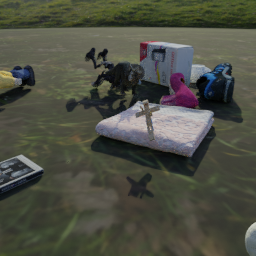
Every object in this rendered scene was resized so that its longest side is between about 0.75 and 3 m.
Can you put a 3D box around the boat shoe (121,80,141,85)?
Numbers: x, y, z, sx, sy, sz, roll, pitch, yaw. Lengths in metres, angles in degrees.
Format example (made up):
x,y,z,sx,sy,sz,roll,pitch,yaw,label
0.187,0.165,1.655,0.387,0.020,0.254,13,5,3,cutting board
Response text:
x,y,z,sx,sy,sz,roll,pitch,yaw,label
0.048,-1.962,11.536,1.024,0.465,0.362,35,32,10,boat shoe

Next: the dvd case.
x,y,z,sx,sy,sz,roll,pitch,yaw,label
-2.281,0.873,5.191,0.844,0.139,1.123,21,30,38,dvd case

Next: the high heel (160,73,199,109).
x,y,z,sx,sy,sz,roll,pitch,yaw,label
1.860,-1.243,9.089,1.155,0.811,2.408,-1,26,24,high heel

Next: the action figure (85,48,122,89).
x,y,z,sx,sy,sz,roll,pitch,yaw,label
-0.797,-2.134,10.941,1.284,1.102,2.160,-14,59,-32,action figure

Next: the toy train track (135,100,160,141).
x,y,z,sx,sy,sz,roll,pitch,yaw,label
0.434,-0.206,6.125,0.586,0.166,1.022,-18,59,17,toy train track

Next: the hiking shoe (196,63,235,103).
x,y,z,sx,sy,sz,roll,pitch,yaw,label
3.113,-1.789,10.193,1.219,1.046,2.811,6,24,12,hiking shoe

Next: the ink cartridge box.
x,y,z,sx,sy,sz,roll,pitch,yaw,label
1.476,-2.616,11.404,0.929,1.601,2.170,-15,27,-34,ink cartridge box

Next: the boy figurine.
x,y,z,sx,sy,sz,roll,pitch,yaw,label
-4.563,-1.557,9.770,1.820,0.943,2.928,4,24,24,boy figurine

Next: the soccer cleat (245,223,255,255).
x,y,z,sx,sy,sz,roll,pitch,yaw,label
2.439,1.638,2.527,2.696,0.934,1.046,17,31,28,soccer cleat

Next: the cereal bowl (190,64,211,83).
x,y,z,sx,sy,sz,roll,pitch,yaw,label
2.989,-2.426,12.243,1.454,0.605,1.454,1,24,0,cereal bowl

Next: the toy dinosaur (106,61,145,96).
x,y,z,sx,sy,sz,roll,pitch,yaw,label
-0.048,-1.804,9.546,0.870,1.156,2.260,6,23,-25,toy dinosaur

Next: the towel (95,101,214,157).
x,y,z,sx,sy,sz,roll,pitch,yaw,label
0.781,-0.112,7.171,2.421,0.390,2.312,12,26,27,towel
